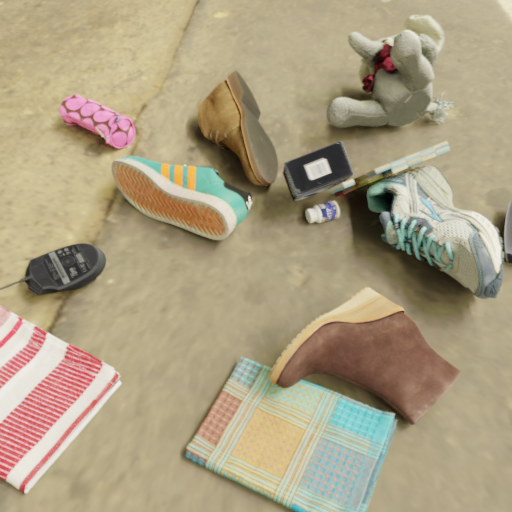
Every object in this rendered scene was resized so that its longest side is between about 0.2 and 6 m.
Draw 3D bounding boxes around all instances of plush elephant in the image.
[{"bbox_3d":[3.040,-4.288,12.835,3.008,2.477,2.329,5,52,-37],"label":"plush elephant"}]

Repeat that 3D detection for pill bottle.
[{"bbox_3d":[1.266,-0.822,10.740,0.587,0.351,0.351,-15,47,-14],"label":"pill bottle"}]

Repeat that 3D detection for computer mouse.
[{"bbox_3d":[-3.883,0.554,9.239,2.925,0.498,0.857,-21,58,-22],"label":"computer mouse"}]

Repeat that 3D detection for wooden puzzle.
[{"bbox_3d":[2.594,-1.660,10.848,2.844,1.687,0.200,-23,92,-19],"label":"wooden puzzle"}]

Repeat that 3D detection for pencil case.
[{"bbox_3d":[-3.642,-3.051,12.670,1.827,0.829,0.856,26,51,27],"label":"pencil case"}]

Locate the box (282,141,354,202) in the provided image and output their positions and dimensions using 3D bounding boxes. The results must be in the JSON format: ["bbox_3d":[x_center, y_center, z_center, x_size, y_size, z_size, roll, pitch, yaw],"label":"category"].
[{"bbox_3d":[1.156,-1.575,10.687,1.143,1.134,0.705,-21,90,1],"label":"box"}]

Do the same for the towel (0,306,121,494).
[{"bbox_3d":[-3.639,1.866,8.093,2.795,0.318,2.013,22,50,21],"label":"towel"}]

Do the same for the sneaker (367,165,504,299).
[{"bbox_3d":[2.960,-0.326,9.728,1.445,1.299,3.347,-11,37,-8],"label":"sneaker"}]

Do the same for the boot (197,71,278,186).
[{"bbox_3d":[-0.436,-2.579,12.242,1.266,1.235,3.356,-29,50,15],"label":"boot"}]

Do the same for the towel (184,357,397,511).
[{"bbox_3d":[0.501,2.440,7.552,2.431,0.264,1.783,18,47,18],"label":"towel"}]

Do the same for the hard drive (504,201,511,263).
[{"bbox_3d":[5.084,-0.357,10.288,1.054,0.331,1.563,15,47,14],"label":"hard drive"}]

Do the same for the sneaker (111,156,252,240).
[{"bbox_3d":[-1.423,-1.269,10.815,2.904,1.036,1.160,26,43,19],"label":"sneaker"}]

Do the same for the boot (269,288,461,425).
[{"bbox_3d":[1.540,1.621,7.884,2.271,0.821,1.889,-33,66,-22],"label":"boot"}]
